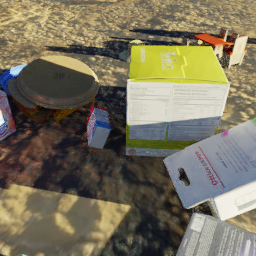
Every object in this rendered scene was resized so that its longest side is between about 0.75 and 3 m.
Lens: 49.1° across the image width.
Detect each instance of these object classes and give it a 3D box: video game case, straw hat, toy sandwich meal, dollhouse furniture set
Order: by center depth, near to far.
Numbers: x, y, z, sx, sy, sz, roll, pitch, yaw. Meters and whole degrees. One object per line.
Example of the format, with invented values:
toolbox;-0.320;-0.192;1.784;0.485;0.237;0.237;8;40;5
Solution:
video game case;2.125;2.638;5.098;2.463;0.234;1.760;18;40;21
toy sandwich meal;-2.446;-1.350;9.622;2.998;1.027;2.998;8;46;-8
dollhouse furniture set;4.142;-3.887;12.898;2.590;1.334;2.562;-19;41;-23
straw hat;0.409;-3.743;13.229;1.715;0.726;1.715;0;37;0

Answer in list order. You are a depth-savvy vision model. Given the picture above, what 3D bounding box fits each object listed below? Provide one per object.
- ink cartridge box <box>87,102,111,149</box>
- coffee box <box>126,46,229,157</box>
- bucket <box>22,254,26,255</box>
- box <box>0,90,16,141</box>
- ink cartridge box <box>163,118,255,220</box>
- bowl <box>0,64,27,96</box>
ink cartridge box;-0.892;-0.107;8.247;0.439;0.758;1.305;13;33;-20
coffee box;1.184;-0.813;7.911;2.388;2.361;2.384;2;37;2
bucket;-1.261;2.695;3.940;1.049;1.612;1.612;14;38;0
box;-4.934;-0.577;8.407;2.805;1.440;1.328;22;42;24
ink cartridge box;2.418;0.936;6.357;2.825;0.951;1.655;-23;38;4
bowl;-3.804;-1.872;10.954;2.223;0.436;2.223;0;38;0
